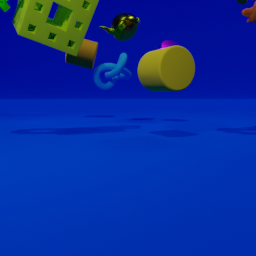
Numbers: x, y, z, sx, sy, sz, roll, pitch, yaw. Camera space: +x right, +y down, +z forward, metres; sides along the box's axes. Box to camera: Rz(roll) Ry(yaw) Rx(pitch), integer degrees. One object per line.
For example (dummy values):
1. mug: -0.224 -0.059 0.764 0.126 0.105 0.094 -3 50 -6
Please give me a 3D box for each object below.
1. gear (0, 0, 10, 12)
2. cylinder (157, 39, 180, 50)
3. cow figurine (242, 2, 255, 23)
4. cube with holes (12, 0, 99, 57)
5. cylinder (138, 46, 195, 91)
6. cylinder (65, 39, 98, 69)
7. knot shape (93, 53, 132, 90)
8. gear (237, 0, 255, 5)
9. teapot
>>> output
1. gear: -3.239 -3.223 6.113 1.718 1.718 0.318 1 -8 4
2. cylinder: 1.445 -2.630 10.362 0.897 0.897 0.897 -3 -29 -22
3. cow figurine: 3.526 -3.496 6.890 0.920 1.675 1.648 10 -21 -3
4. cube with holes: -1.780 -2.771 6.668 1.383 1.383 1.383 14 22 -34
5. cylinder: 0.902 -1.389 6.725 1.013 1.013 1.013 -3 8 -26
6. cylinder: -2.019 -3.298 12.294 1.189 1.189 1.189 13 5 -7
7. knot shape: -0.362 -1.624 8.275 1.232 0.569 1.153 -37 -14 17
8. gear: 2.757 -3.443 5.819 2.023 0.374 2.023 23 -15 6
9. teapot: -0.228 -3.759 10.310 1.701 0.833 1.058 -26 -23 -25
